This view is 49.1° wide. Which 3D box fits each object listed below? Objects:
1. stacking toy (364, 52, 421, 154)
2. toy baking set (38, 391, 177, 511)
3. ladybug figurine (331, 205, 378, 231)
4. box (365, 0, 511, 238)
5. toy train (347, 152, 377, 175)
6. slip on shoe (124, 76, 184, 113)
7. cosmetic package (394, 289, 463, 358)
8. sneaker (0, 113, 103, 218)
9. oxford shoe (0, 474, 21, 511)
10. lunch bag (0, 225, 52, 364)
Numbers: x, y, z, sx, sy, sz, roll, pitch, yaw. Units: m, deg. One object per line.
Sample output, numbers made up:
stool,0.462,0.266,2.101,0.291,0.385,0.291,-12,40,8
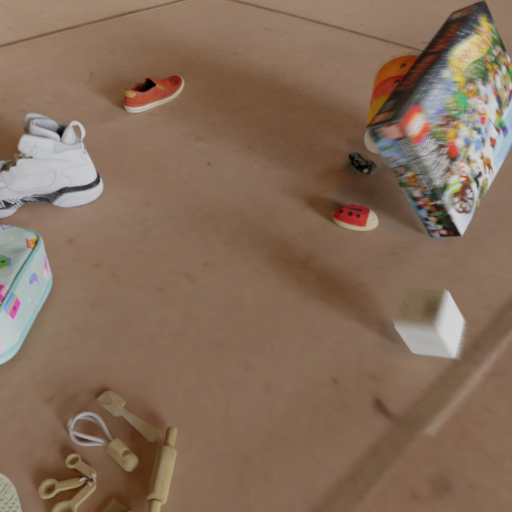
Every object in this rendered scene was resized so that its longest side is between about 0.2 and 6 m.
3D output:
stacking toy,2.713,-2.667,10.693,1.690,1.690,2.313,18,50,21
toy baking set,-1.689,2.406,6.651,1.508,0.229,1.965,6,40,7
ladybug figurine,1.825,-0.733,10.348,0.861,0.310,0.584,9,41,10
box,3.620,-2.470,10.080,0.687,2.489,3.645,0,46,51
toy train,2.238,-1.962,11.862,0.412,0.308,0.722,-2,36,-22
slip on shoe,-2.591,-4.285,14.377,0.741,0.612,2.000,24,44,29
cosmetic package,2.386,0.924,7.701,0.629,0.763,0.629,0,53,39
sneaker,-4.446,-1.701,10.451,2.882,1.656,1.083,-8,41,-9
oxford shoe,-2.582,3.269,5.338,0.679,0.885,2.353,-42,51,14
lunch bag,-4.671,0.575,8.165,2.869,1.106,2.301,2,42,2
